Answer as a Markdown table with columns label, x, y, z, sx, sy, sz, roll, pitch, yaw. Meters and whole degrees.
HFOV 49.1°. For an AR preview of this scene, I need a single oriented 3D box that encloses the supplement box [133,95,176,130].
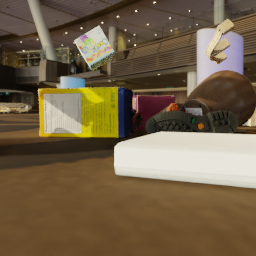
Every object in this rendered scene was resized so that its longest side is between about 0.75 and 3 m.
| label | x | y | z | sx | sy | sz | roll | pitch | yaw |
| --- | --- | --- | --- | --- | --- | --- | --- | --- | --- |
| supplement box | 0.543 | -0.584 | 10.087 | 1.447 | 1.141 | 2.211 | -1 | 4 | -21 |

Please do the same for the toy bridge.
| label | x | y | z | sx | sy | sz | roll | pitch | yaw |
| --- | --- | --- | --- | --- | --- | --- | --- | --- | --- |
| toy bridge | 2.310 | -2.049 | 7.217 | 0.615 | 0.249 | 1.830 | -34 | -17 | 5 |

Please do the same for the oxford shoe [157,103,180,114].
| label | x | y | z | sx | sy | sz | roll | pitch | yaw |
| --- | --- | --- | --- | --- | --- | --- | --- | --- | --- |
| oxford shoe | 0.992 | -0.107 | 7.152 | 0.813 | 0.795 | 2.231 | -17 | -7 | 12 |

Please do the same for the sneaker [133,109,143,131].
| label | x | y | z | sx | sy | sz | roll | pitch | yaw |
| --- | --- | --- | --- | --- | --- | --- | --- | --- | --- |
| sneaker | -0.701 | -0.248 | 8.434 | 2.224 | 0.865 | 0.913 | 9 | -1 | -4 |

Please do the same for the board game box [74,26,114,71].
| label | x | y | z | sx | sy | sz | roll | pitch | yaw |
| --- | --- | --- | --- | --- | --- | --- | --- | --- | --- |
| board game box | -0.687 | -1.641 | 5.921 | 0.587 | 0.577 | 1.120 | -31 | 9 | -1 |

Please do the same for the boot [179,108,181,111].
| label | x | y | z | sx | sy | sz | roll | pitch | yaw |
| --- | --- | --- | --- | --- | --- | --- | --- | --- | --- |
| boot | 1.534 | -0.702 | 14.339 | 2.163 | 0.826 | 1.818 | -7 | 8 | -6 |

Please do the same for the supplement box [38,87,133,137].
| label | x | y | z | sx | sy | sz | roll | pitch | yaw |
| --- | --- | --- | --- | --- | --- | --- | --- | --- | --- |
| supplement box | -0.997 | -0.393 | 7.008 | 2.125 | 1.156 | 1.164 | 1 | 4 | 11 |

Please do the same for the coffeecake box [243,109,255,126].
| label | x | y | z | sx | sy | sz | roll | pitch | yaw |
| --- | --- | --- | --- | --- | --- | --- | --- | --- | --- |
| coffeecake box | 5.423 | -0.621 | 11.702 | 2.115 | 1.007 | 2.755 | 0 | 4 | -4 |

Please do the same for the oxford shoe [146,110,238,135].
| label | x | y | z | sx | sy | sz | roll | pitch | yaw |
| --- | --- | --- | --- | --- | --- | --- | --- | --- | --- |
| oxford shoe | 1.226 | 0.038 | 5.692 | 1.777 | 0.646 | 0.750 | 1 | -14 | -3 |

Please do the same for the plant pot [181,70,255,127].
| label | x | y | z | sx | sy | sz | roll | pitch | yaw |
| --- | --- | --- | --- | --- | --- | --- | --- | --- | --- |
| plant pot | 2.298 | -0.559 | 7.691 | 1.761 | 1.761 | 1.884 | 3 | 20 | 43 |

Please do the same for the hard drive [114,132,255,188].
| label | x | y | z | sx | sy | sz | roll | pitch | yaw |
| --- | --- | --- | --- | --- | --- | --- | --- | --- | --- |
| hard drive | 1.364 | 0.280 | 2.873 | 2.547 | 0.335 | 1.680 | 1 | 4 | 22 |
